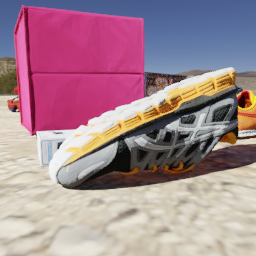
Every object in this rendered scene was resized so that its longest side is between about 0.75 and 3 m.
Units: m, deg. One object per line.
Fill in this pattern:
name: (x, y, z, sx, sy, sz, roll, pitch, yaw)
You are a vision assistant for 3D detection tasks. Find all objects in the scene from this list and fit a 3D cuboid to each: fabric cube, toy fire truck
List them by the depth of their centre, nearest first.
fabric cube: (-1.458, -1.415, 7.831, 2.913, 2.922, 2.867, -5, 9, -26)
toy fire truck: (-5.027, -1.293, 13.908, 2.067, 1.159, 1.736, 0, 26, 4)

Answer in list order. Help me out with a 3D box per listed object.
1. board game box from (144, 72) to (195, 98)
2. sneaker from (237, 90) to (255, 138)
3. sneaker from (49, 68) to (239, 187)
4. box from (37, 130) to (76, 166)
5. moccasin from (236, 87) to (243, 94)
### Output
board game box: (0.932, -0.985, 9.283, 2.986, 1.446, 2.380, -1, 7, -29)
sneaker: (3.216, -0.371, 6.919, 2.827, 1.091, 1.032, -3, 7, -38)
sneaker: (0.440, 0.123, 3.676, 2.945, 1.137, 1.153, -23, 11, -21)
box: (-0.751, 0.274, 4.638, 1.402, 0.422, 0.818, -4, 9, -21)
moccasin: (3.629, -1.394, 9.822, 0.785, 0.316, 0.268, 8, -33, 29)
